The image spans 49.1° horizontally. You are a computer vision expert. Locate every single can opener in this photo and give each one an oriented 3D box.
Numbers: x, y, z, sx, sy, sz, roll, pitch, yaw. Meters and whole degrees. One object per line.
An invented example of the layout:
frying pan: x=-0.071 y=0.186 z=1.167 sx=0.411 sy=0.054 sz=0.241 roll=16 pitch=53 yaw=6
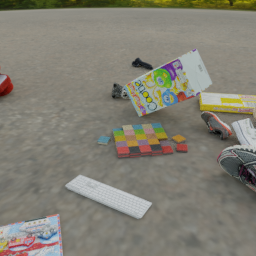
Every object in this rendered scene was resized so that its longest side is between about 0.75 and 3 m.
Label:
can opener: x=0.903 y=-3.699 z=16.385 sx=1.554 sy=0.611 sz=0.493 roll=29 pitch=1 yaw=37

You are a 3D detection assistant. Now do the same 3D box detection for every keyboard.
keyboard: x=-0.519 y=1.661 z=6.992 sx=2.196 sy=0.117 sz=0.618 roll=16 pitch=33 yaw=25

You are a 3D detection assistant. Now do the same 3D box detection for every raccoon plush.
raccoon plush: x=-0.208 y=-1.734 z=12.626 sx=0.915 sy=0.661 sz=1.366 roll=9 pitch=29 yaw=0

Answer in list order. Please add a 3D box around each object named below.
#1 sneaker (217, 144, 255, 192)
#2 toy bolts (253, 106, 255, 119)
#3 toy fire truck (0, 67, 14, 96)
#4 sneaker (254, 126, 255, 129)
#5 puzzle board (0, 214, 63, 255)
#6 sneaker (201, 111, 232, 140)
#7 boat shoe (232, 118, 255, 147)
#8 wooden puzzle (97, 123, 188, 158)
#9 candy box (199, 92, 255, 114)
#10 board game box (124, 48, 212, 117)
sneaker: x=3.334 y=1.244 z=6.806 sx=0.965 sy=1.042 sz=2.584 roll=-27 pitch=39 yaw=-35
toy bolts: x=5.783 y=-0.537 z=9.880 sx=2.629 sy=1.824 sz=2.512 roll=1 pitch=64 yaw=-38
toy fire truck: x=-6.476 y=-1.782 z=12.161 sx=2.581 sy=1.447 sz=2.167 roll=12 pitch=55 yaw=22
sneaker: x=4.647 y=0.030 z=9.605 sx=0.617 sy=0.409 sz=1.083 roll=13 pitch=34 yaw=18
puzzle board: x=-2.175 y=2.342 z=5.752 sx=1.563 sy=0.136 sz=1.178 roll=-8 pitch=30 yaw=-14
sneaker: x=2.919 y=-0.085 z=9.661 sx=0.551 sy=0.519 sz=1.346 roll=-37 pitch=46 yaw=-8
boat shoe: x=3.749 y=0.275 z=8.560 sx=0.666 sy=0.733 sz=1.994 roll=-31 pitch=29 yaw=20
wooden puzzle: x=0.455 y=0.364 z=9.220 sx=2.907 sy=0.204 sz=1.724 roll=-4 pitch=29 yaw=-8
candy box: x=4.289 y=-1.031 z=11.580 sx=2.594 sy=0.343 sz=1.326 roll=5 pitch=28 yaw=9
board game box: x=1.390 y=-1.573 z=10.201 sx=2.655 sy=1.392 sz=1.367 roll=-19 pitch=12 yaw=47
